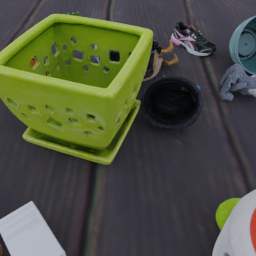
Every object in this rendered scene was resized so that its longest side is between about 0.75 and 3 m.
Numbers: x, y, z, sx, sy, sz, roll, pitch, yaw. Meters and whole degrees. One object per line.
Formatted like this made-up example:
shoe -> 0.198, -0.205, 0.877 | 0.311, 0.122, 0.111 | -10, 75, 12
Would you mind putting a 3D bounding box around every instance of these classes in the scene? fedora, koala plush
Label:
fedora -> 1.166, -0.607, 7.462 | 1.600, 0.731, 1.600 | -3, 77, 12
koala plush -> 3.407, -1.299, 8.242 | 1.094, 1.005, 0.970 | 19, 47, 1

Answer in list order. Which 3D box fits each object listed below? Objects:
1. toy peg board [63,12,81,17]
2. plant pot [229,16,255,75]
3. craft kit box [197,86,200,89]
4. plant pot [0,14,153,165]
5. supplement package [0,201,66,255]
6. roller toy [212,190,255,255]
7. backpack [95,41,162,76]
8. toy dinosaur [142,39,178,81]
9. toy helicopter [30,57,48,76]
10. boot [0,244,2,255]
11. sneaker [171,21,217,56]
toy peg board -> -2.290, -4.459, 11.702 | 0.905, 0.443, 0.901 | -16, 47, -15
plant pot -> 4.121, -2.731, 9.189 | 1.861, 1.861, 1.247 | -7, 18, -7
craft kit box -> 1.347, -0.988, 8.320 | 1.226, 0.301, 1.242 | 24, 49, 19
plant pot -> -1.060, -0.840, 6.606 | 2.713, 2.462, 2.700 | 14, 46, 14
supplement package -> -1.655, 2.059, 4.909 | 0.715, 0.718, 1.224 | -29, 51, -26
roller toy -> 2.534, 2.055, 4.244 | 2.376, 1.660, 2.167 | 14, 46, 14
backpack -> -0.199, -2.367, 8.887 | 1.883, 1.450, 1.793 | -15, 55, -25
toy dinosaur -> 0.975, -2.234, 9.424 | 1.361, 0.774, 2.562 | -20, 40, 10
toy helicopter -> -2.171, -1.541, 8.123 | 2.671, 1.054, 1.766 | 13, 8, -10
boot -> -3.641, 2.446, 4.324 | 2.014, 0.943, 2.592 | 23, 47, 19
sneaker -> 2.369, -3.312, 10.271 | 1.917, 0.827, 0.770 | 33, 55, 28
